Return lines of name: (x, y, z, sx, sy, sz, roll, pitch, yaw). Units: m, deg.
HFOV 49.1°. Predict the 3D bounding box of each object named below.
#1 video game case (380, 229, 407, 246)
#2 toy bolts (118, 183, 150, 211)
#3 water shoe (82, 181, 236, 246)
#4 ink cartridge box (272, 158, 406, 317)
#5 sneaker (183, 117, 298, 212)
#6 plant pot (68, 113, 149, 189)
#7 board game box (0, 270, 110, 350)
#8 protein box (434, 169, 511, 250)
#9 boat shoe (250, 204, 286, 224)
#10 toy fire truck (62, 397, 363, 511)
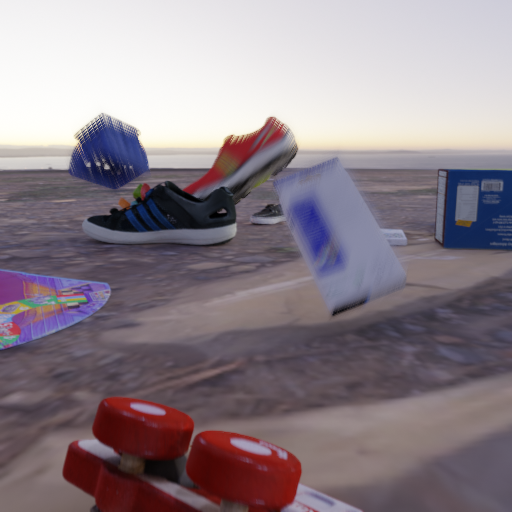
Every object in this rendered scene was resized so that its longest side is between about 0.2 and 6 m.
video game case: (2.466, -0.406, 11.621, 1.194, 0.155, 1.311, 2, 11, 10)
toy bolts: (-2.598, -0.934, 13.255, 1.499, 1.088, 1.569, 39, -7, -11)
water shoe: (-1.939, -0.903, 11.292, 3.161, 1.248, 1.130, 1, 11, 7)
ink cartridge box: (0.884, -0.255, 6.253, 0.869, 1.747, 0.342, -21, -30, -1)
sneaker: (-0.548, -2.040, 12.741, 3.082, 1.309, 1.187, -31, -19, 6)
plant pot: (-2.338, -1.681, 8.865, 0.915, 0.823, 0.915, -24, -26, 36)
board game box: (-4.271, 0.173, 6.715, 4.763, 0.927, 3.763, 5, 12, 25)
protein box: (4.299, -0.921, 10.791, 1.465, 1.476, 0.996, 1, 11, 7)
boat shoe: (0.415, -1.114, 14.364, 0.580, 0.478, 1.689, 8, 14, 36)
toy fire truck: (-0.178, 1.160, 2.607, 1.356, 0.760, 1.138, 9, -10, 35)
